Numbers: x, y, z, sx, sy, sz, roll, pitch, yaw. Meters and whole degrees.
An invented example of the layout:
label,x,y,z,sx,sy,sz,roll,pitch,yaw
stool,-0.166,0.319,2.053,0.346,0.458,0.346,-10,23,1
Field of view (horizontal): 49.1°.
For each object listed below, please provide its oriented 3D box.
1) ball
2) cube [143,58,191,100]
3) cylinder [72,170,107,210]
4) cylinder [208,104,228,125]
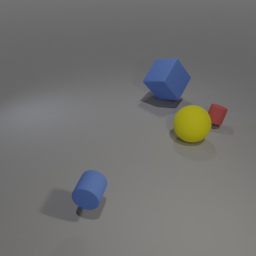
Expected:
label,x,y,z,sx,sy,sz,roll,pitch,yaw
ball,2.427,-0.152,10.603,1.400,1.400,1.400,0,29,0
cube,1.859,-2.309,13.342,1.400,1.400,1.400,11,65,49
cylinder,-0.935,1.519,6.905,0.700,0.700,0.700,6,33,11
cylinder,3.691,-0.575,11.671,0.700,0.700,0.700,15,19,-5
